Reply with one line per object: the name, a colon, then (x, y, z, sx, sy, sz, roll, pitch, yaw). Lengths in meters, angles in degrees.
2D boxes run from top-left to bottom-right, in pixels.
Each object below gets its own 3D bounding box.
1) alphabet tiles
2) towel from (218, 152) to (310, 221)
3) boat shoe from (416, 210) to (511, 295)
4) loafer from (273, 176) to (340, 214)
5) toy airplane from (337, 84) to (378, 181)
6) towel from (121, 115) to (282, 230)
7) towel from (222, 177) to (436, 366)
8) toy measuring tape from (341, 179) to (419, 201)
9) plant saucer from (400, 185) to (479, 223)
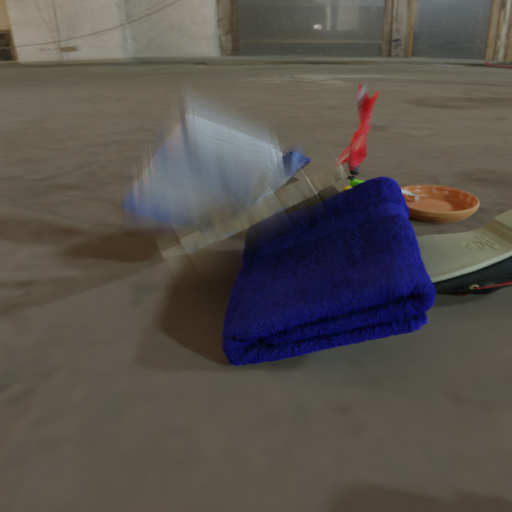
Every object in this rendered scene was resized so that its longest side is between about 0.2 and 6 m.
alphabet tiles: (0.019, -0.634, 8.502, 2.846, 0.090, 2.368, -26, -2, 9)
towel: (0.010, -1.044, 10.177, 2.243, 0.267, 1.647, -40, -4, 15)
boat shoe: (3.308, 0.163, 8.697, 3.401, 1.066, 1.244, -17, 30, -2)
loafer: (1.195, -0.963, 10.960, 3.106, 1.108, 1.134, 22, 32, 34)
toy airplane: (1.825, -2.159, 9.869, 0.322, 1.753, 1.753, 10, 24, -6)
towel: (-0.801, -1.052, 7.872, 1.514, 2.061, 0.245, 15, 51, -33)
towel: (1.049, 0.149, 8.420, 2.825, 0.948, 3.825, -19, 22, 15)
toy measuring tape: (2.657, -1.162, 12.210, 2.217, 0.816, 0.816, 4, 18, -36)
plant saucer: (3.902, -1.134, 12.338, 1.870, 0.350, 1.870, -1, 25, 0)
